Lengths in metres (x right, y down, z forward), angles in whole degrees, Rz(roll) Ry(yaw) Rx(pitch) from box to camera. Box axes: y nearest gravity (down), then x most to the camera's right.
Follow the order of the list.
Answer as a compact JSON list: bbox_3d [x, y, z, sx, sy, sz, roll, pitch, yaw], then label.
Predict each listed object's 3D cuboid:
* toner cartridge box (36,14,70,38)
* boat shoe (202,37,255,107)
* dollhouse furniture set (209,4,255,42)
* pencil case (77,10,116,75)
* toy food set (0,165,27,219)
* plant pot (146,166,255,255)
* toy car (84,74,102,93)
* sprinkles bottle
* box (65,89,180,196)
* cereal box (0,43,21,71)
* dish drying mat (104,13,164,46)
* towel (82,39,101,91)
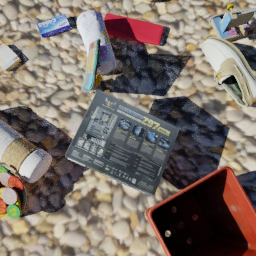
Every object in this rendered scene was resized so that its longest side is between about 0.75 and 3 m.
[{"bbox_3d":[-2.669,-3.667,10.050,1.081,0.233,0.514,-22,75,-6],"label":"toner cartridge box"},{"bbox_3d":[3.304,-1.846,9.123,0.915,1.000,2.676,-37,78,-16],"label":"boat shoe"},{"bbox_3d":[3.676,-3.827,9.405,1.483,1.571,1.025,-17,75,-5],"label":"dollhouse furniture set"},{"bbox_3d":[-1.085,-2.864,9.479,0.978,0.896,2.155,-22,73,26],"label":"pencil case"},{"bbox_3d":[-3.625,1.866,8.024,1.625,0.399,1.642,-8,97,15],"label":"toy food set"},{"bbox_3d":[1.743,2.564,7.138,2.315,2.040,2.313,-25,83,-15],"label":"plant pot"},{"bbox_3d":[-0.886,-0.463,9.077,0.797,1.175,2.395,-29,49,36],"label":"toy car"},{"bbox_3d":[-3.714,0.439,8.459,2.908,0.992,0.992,34,77,9],"label":"sprinkles bottle"},{"bbox_3d":[-0.119,0.415,7.819,2.629,0.671,2.073,25,75,-6],"label":"box"},{"bbox_3d":[-4.254,-2.461,9.729,0.645,0.177,0.896,-43,78,-11],"label":"cereal box"},{"bbox_3d":[0.157,-3.530,10.042,2.141,0.195,0.822,14,75,3],"label":"dish drying mat"},{"bbox_3d":[-1.115,-1.858,8.441,0.162,1.096,1.494,6,95,-23],"label":"towel"}]
